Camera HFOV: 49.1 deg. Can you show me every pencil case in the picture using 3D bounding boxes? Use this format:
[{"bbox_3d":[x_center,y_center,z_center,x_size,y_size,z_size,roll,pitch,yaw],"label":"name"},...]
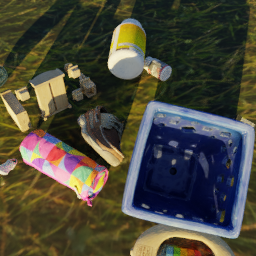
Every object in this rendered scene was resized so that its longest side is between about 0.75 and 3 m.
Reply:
[{"bbox_3d":[-1.719,0.988,7.539,2.476,1.094,1.094,28,61,18],"label":"pencil case"}]

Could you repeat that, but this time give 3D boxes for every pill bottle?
[{"bbox_3d":[0.014,-2.895,9.993,1.222,1.222,2.237,4,53,3],"label":"pill bottle"},{"bbox_3d":[1.015,-2.111,9.895,0.561,0.561,0.968,-37,56,-22],"label":"pill bottle"}]

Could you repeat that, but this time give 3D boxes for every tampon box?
[{"bbox_3d":[2.935,0.372,7.815,0.736,0.874,1.166,29,73,-7],"label":"tampon box"}]

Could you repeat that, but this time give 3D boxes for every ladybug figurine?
[{"bbox_3d":[1.189,2.907,6.183,2.275,0.818,1.544,10,69,10],"label":"ladybug figurine"}]

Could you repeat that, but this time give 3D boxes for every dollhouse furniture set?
[{"bbox_3d":[-2.468,-1.272,8.774,2.685,1.392,1.189,-30,54,-24],"label":"dollhouse furniture set"}]

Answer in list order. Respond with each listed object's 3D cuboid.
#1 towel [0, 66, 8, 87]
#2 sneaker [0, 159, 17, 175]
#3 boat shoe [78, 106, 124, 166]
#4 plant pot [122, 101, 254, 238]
[{"bbox_3d":[-4.579,-0.451,7.945,2.112,0.519,2.846,-22,41,33],"label":"towel"},{"bbox_3d":[-3.206,0.990,7.435,0.307,0.842,0.298,31,95,-7],"label":"sneaker"},{"bbox_3d":[-0.640,0.038,7.553,0.966,1.018,2.690,-41,34,1],"label":"boat shoe"},{"bbox_3d":[1.169,0.986,6.454,2.371,2.131,2.370,14,76,-2],"label":"plant pot"}]
